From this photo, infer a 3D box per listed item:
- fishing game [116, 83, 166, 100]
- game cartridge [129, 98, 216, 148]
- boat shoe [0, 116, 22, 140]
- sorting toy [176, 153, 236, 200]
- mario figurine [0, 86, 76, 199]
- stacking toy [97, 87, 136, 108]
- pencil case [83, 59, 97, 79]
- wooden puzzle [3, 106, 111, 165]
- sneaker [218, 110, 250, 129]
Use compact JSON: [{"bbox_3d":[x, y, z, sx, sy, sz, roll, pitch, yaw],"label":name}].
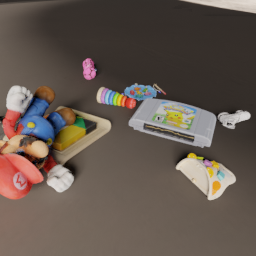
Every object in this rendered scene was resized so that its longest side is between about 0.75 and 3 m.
[{"bbox_3d":[0.463,-1.365,10.244,1.695,0.263,1.214,-13,37,-20],"label":"fishing game"},{"bbox_3d":[1.336,-0.239,8.088,2.282,0.462,1.522,15,33,15],"label":"game cartridge"},{"bbox_3d":[-4.017,0.105,7.336,0.908,0.774,2.715,26,40,36],"label":"boat shoe"},{"bbox_3d":[1.869,0.982,6.293,1.025,0.608,1.138,3,26,-33],"label":"sorting toy"},{"bbox_3d":[-1.867,0.196,6.061,1.851,1.589,2.998,17,37,-6],"label":"mario figurine"},{"bbox_3d":[-0.356,-0.975,9.379,1.305,0.557,0.557,15,35,16],"label":"stacking toy"},{"bbox_3d":[-1.637,-2.524,11.774,0.571,0.589,1.257,-19,32,-2],"label":"pencil case"},{"bbox_3d":[-1.904,0.070,7.742,2.100,0.423,2.270,18,36,25],"label":"wooden puzzle"},{"bbox_3d":[3.202,-0.235,8.321,0.945,0.355,0.543,-4,32,3],"label":"sneaker"}]
